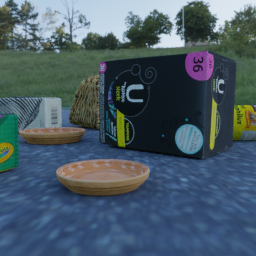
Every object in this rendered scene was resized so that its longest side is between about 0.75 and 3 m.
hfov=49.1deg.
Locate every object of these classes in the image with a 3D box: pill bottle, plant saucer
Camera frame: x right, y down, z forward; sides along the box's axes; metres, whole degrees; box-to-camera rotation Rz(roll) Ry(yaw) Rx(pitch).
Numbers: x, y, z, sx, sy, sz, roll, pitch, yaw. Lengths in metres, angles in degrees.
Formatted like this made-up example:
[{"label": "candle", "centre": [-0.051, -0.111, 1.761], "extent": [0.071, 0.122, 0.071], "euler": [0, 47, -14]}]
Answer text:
[{"label": "pill bottle", "centre": [2.830, -0.132, 6.975], "extent": [1.597, 0.872, 0.872], "euler": [0, 5, 4]}, {"label": "plant saucer", "centre": [-0.284, 0.559, 3.246], "extent": [1.064, 0.199, 1.064], "euler": [0, 5, 0]}, {"label": "plant saucer", "centre": [-1.818, 0.182, 6.819], "extent": [1.547, 0.290, 1.547], "euler": [0, 5, 0]}]

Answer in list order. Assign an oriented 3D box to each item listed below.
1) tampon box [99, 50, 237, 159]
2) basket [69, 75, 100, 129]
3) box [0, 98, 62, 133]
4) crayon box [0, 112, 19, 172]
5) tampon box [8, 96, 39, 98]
[{"label": "tampon box", "centre": [0.765, -0.483, 5.728], "extent": [2.374, 1.780, 1.499], "euler": [4, 7, 38]}, {"label": "basket", "centre": [-0.629, -1.080, 10.818], "extent": [2.872, 2.050, 2.140], "euler": [-4, 8, -40]}, {"label": "box", "centre": [-3.527, -0.421, 8.926], "extent": [2.739, 1.125, 0.936], "euler": [0, 5, 17]}, {"label": "crayon box", "centre": [-3.107, 0.185, 3.837], "extent": [2.769, 0.807, 1.645], "euler": [3, 6, 28]}, {"label": "tampon box", "centre": [-3.985, -0.617, 10.647], "extent": [0.970, 1.152, 1.537], "euler": [-3, 6, -27]}]
